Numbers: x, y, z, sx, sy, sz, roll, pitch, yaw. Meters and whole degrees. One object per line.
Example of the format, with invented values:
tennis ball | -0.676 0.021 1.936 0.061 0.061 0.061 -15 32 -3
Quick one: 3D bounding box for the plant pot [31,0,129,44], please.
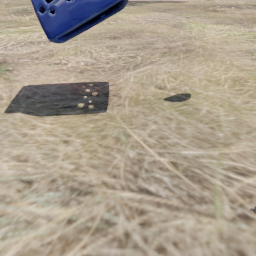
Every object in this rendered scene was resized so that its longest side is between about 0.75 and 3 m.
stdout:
plant pot | -1.522 -3.854 7.643 2.421 2.177 2.421 -28 17 3
